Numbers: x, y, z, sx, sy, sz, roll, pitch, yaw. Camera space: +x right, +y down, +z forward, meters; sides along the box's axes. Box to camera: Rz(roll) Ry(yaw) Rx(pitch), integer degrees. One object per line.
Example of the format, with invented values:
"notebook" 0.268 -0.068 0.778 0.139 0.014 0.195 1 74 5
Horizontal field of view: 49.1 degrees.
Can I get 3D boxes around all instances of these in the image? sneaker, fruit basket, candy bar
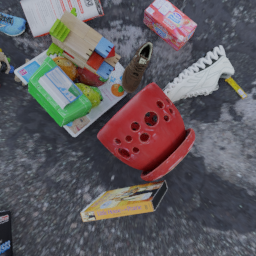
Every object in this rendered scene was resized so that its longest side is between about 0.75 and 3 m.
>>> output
"sneaker" 0.311 -2.080 9.330 0.658 0.706 1.869 23 71 -7
"sneaker" -4.389 -3.697 9.745 1.707 0.768 0.669 6 80 1
"fruit basket" -1.526 -1.629 8.979 2.999 1.406 2.778 -42 91 -20
"candy bar" 3.739 -1.384 9.662 0.235 0.104 0.942 -39 83 -3
"sneaker" 2.251 -1.485 9.255 2.919 1.097 1.183 -36 90 -5

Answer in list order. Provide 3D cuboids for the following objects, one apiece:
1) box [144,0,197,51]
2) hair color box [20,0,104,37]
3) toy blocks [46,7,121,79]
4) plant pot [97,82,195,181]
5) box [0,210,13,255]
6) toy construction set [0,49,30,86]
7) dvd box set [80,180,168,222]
"box" 1.434 -3.624 9.719 1.667 0.789 0.856 42 82 7
"hair color box" -2.158 -3.959 9.268 2.420 0.741 1.228 -12 109 15
"toy blocks" -1.083 -2.091 7.743 1.875 2.743 1.371 33 88 -13
"plant pot" 0.627 0.179 8.306 2.145 2.356 2.356 45 83 -1
"box" -3.840 3.594 7.553 0.612 2.463 2.445 -7 79 -2
"toy construction set" -4.194 -2.178 9.336 1.768 1.474 1.358 -1 66 -21
"dvd box set" -0.063 1.967 7.636 2.051 1.501 0.302 -16 93 23
